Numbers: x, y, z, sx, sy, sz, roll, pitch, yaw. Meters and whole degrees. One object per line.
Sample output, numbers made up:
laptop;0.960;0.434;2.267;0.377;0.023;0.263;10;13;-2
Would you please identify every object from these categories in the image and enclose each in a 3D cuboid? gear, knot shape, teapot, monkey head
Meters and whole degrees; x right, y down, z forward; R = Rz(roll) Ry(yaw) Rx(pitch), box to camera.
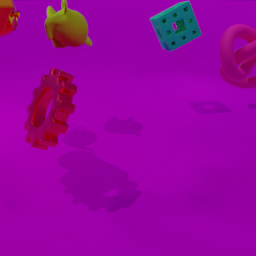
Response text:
gear;-1.487;-0.360;5.255;0.279;1.507;1.507;19;12;-38
knot shape;2.142;-1.294;4.705;1.385;1.296;0.640;30;23;-52
teapot;-2.955;-2.663;6.549;0.784;0.995;1.600;-3;9;-4
monkey head;-1.637;-2.792;7.479;1.060;1.759;1.266;-18;68;8

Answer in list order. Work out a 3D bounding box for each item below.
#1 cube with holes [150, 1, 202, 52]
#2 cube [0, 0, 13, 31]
cube with holes;1.478;-3.198;8.830;1.069;1.069;1.069;-27;22;3
cube;-2.666;-2.259;4.772;0.948;0.948;0.948;-19;2;-33
